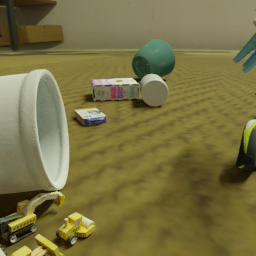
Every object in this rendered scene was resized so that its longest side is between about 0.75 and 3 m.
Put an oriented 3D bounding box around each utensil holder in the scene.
[{"bbox_3d":[-2.148,0.154,4.228,2.146,1.823,1.823,-7,19,-1],"label":"utensil holder"}]

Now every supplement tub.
[{"bbox_3d":[0.926,-1.419,10.292,0.977,0.977,1.481,0,18,1],"label":"supplement tub"}]

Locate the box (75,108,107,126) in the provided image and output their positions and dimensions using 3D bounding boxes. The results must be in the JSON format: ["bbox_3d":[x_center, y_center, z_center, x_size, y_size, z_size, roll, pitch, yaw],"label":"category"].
[{"bbox_3d":[-1.099,-0.332,8.250,0.688,0.240,1.156,-8,23,-22],"label":"box"}]

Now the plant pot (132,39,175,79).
[{"bbox_3d":[1.221,-3.517,15.062,2.087,2.087,1.675,16,39,39],"label":"plant pot"}]

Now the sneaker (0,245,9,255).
[{"bbox_3d":[-1.822,1.325,2.797,1.559,0.549,0.729,17,20,35],"label":"sneaker"}]

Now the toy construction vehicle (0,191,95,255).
[{"bbox_3d":[-1.040,1.194,3.396,0.989,0.400,1.135,15,22,40],"label":"toy construction vehicle"}]

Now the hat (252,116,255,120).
[{"bbox_3d":[4.103,-0.023,7.404,1.316,1.159,1.090,-41,-1,12],"label":"hat"}]

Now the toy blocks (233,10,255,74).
[{"bbox_3d":[2.850,-2.213,5.034,0.861,2.370,1.975,33,36,-11],"label":"toy blocks"}]

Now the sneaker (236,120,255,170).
[{"bbox_3d":[2.931,0.278,5.507,2.391,0.883,0.968,-19,29,-41],"label":"sneaker"}]

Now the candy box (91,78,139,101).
[{"bbox_3d":[-0.552,-1.572,11.267,1.780,0.637,1.493,-3,19,-8],"label":"candy box"}]
